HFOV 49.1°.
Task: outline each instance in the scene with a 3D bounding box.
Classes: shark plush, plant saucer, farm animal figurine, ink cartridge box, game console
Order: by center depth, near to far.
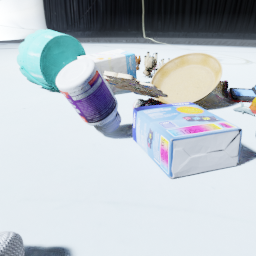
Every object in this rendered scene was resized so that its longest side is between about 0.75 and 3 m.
[{"bbox_3d":[1.269,0.093,7.293,1.861,1.041,2.728,-7,21,-18],"label":"ink cartridge box"},{"bbox_3d":[4.235,-0.583,10.156,0.343,0.375,0.824,-32,50,-15],"label":"shark plush"},{"bbox_3d":[2.325,-1.862,11.232,2.908,0.515,2.908,-16,47,18],"label":"plant saucer"},{"bbox_3d":[5.311,-1.867,11.978,1.665,1.146,1.932,6,22,13],"label":"game console"},{"bbox_3d":[-1.074,-2.516,12.738,2.506,1.569,1.611,-17,29,-24],"label":"ink cartridge box"},{"bbox_3d":[1.486,-3.382,15.949,2.293,1.153,1.851,8,-8,-44],"label":"farm animal figurine"}]

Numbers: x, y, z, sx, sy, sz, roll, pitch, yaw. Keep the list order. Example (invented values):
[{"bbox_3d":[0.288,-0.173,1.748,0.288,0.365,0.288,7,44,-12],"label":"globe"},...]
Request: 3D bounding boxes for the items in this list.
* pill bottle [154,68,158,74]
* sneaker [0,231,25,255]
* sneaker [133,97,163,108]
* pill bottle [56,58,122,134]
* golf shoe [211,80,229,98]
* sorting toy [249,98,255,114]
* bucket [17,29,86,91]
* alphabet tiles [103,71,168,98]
[{"bbox_3d":[2.125,-2.977,15.294,1.324,0.735,0.735,-1,22,-4],"label":"pill bottle"},{"bbox_3d":[-2.346,1.914,2.923,1.401,0.929,2.462,6,17,16],"label":"sneaker"},{"bbox_3d":[0.700,-0.804,10.134,0.514,0.555,1.377,23,31,38],"label":"sneaker"},{"bbox_3d":[-0.949,-0.769,7.607,1.125,2.020,1.125,-16,44,16],"label":"pill bottle"},{"bbox_3d":[3.900,-1.682,12.180,0.927,0.731,2.013,2,13,16],"label":"golf shoe"},{"bbox_3d":[4.918,-0.662,9.758,0.574,0.570,1.655,-11,24,-27],"label":"sorting toy"},{"bbox_3d":[-3.444,-3.135,13.105,2.886,2.886,1.878,-19,30,-39],"label":"bucket"},{"bbox_3d":[0.197,-1.474,9.727,2.222,0.166,2.272,15,-2,32],"label":"alphabet tiles"}]
